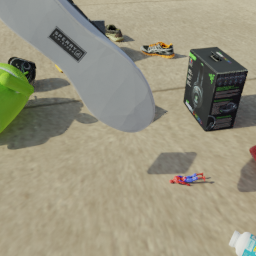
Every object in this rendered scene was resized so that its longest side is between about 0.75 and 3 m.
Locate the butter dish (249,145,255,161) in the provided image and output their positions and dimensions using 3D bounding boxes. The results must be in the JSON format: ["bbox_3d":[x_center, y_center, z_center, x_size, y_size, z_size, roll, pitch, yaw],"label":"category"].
[{"bbox_3d":[4.652,0.506,5.778,2.887,2.140,2.895,-7,37,-11],"label":"butter dish"}]

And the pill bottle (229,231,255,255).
[{"bbox_3d":[2.251,2.167,4.955,0.838,0.464,0.464,23,43,28],"label":"pill bottle"}]

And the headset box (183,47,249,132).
[{"bbox_3d":[2.465,-1.231,8.218,0.932,2.008,1.748,-8,38,-10],"label":"headset box"}]

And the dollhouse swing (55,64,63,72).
[{"bbox_3d":[-2.379,-2.661,11.492,0.840,0.812,0.924,10,28,-42],"label":"dollhouse swing"}]

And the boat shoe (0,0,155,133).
[{"bbox_3d":[-0.631,-1.146,4.287,1.025,2.987,0.845,-36,26,19],"label":"boat shoe"}]

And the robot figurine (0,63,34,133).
[{"bbox_3d":[-3.882,-0.824,8.019,2.393,1.578,2.728,-12,33,24],"label":"robot figurine"}]

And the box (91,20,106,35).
[{"bbox_3d":[-1.790,-3.870,12.016,1.629,1.027,1.657,-6,4,-6],"label":"box"}]

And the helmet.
[{"bbox_3d":[-3.868,-1.924,9.938,1.128,1.076,1.128,16,9,-3],"label":"helmet"}]

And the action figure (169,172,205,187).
[{"bbox_3d":[1.361,1.195,6.488,0.810,0.209,0.265,-5,31,1],"label":"action figure"}]

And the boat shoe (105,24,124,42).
[{"bbox_3d":[-0.878,-5.042,14.469,0.724,0.641,1.979,-26,44,-30],"label":"boat shoe"}]

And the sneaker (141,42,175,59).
[{"bbox_3d":[1.331,-3.562,12.518,1.604,0.620,0.628,14,41,20],"label":"sneaker"}]
